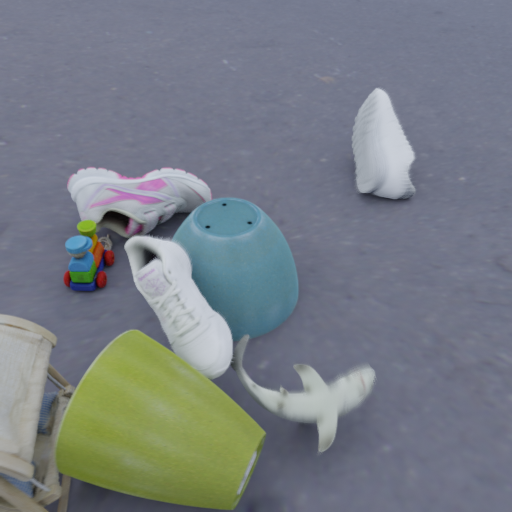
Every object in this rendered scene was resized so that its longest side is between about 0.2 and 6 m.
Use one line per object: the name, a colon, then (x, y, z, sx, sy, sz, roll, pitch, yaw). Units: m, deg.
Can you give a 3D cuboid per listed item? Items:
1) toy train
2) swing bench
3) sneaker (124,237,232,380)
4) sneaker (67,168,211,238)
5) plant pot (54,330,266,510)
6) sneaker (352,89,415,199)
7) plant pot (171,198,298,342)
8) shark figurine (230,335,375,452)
toy train: (-2.624, -0.218, 8.898, 0.633, 0.865, 1.495, 2, 39, 1)
swing bench: (-2.578, 1.749, 5.777, 1.122, 1.729, 1.720, -6, 40, -5)
sneaker: (-1.013, 0.598, 6.665, 0.746, 0.992, 1.992, -38, 66, 9)
sneaker: (-1.932, -0.812, 9.627, 2.443, 0.994, 1.078, -4, 65, -19)
plant pot: (-0.859, 1.884, 5.896, 1.761, 1.648, 1.648, 22, 43, 12)
sneaker: (2.534, -2.190, 11.036, 1.008, 0.957, 2.505, 10, 63, -11)
plant pot: (-0.404, 0.001, 8.200, 2.107, 1.419, 2.107, 0, 40, 0)
shark figurine: (0.398, 1.692, 6.610, 1.802, 0.752, 1.077, 12, 63, 10)
